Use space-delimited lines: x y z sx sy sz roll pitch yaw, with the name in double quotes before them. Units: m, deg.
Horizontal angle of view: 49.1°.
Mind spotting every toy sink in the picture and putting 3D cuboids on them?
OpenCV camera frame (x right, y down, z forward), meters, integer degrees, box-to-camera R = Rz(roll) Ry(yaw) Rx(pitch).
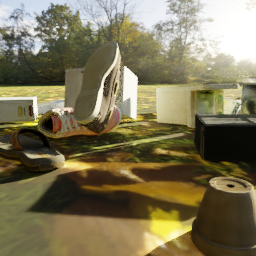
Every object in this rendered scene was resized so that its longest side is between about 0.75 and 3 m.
"toy sink" 2.637 -0.864 10.849 1.800 1.547 2.762 -7 8 -32

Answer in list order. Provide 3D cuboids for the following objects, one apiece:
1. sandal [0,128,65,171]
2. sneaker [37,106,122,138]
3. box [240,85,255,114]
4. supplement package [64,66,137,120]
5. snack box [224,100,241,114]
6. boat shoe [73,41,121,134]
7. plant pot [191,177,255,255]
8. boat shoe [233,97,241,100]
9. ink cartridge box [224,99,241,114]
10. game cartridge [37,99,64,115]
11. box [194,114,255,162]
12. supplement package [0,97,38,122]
"sandal" -2.329 0.378 6.503 1.052 0.703 2.575 -9 15 -38
"sneaker" -1.568 -0.183 8.697 2.601 0.979 1.360 -5 5 13
"box" 5.115 -0.798 10.384 0.967 1.556 1.569 -10 14 -42
"supplement package" -1.026 -1.312 11.147 2.405 1.825 1.811 1 -4 17
"snack box" 4.115 -0.794 12.185 0.278 0.872 1.500 26 1 -23
"boat shoe" -0.698 -1.176 7.721 0.993 2.765 0.823 -6 -33 30
"plant pot" 1.179 0.997 3.267 0.835 0.725 0.835 1 12 0
"boat shoe" 6.373 -1.292 15.170 0.757 0.841 2.331 -13 12 -8
"ink cartridge box" 4.436 -1.000 13.565 1.808 0.759 1.309 10 14 41
"game cartridge" -4.084 -1.099 14.404 2.168 0.450 1.443 -18 15 -36
"box" 2.919 0.195 6.918 2.333 0.920 1.646 1 14 7
"supplement package" -4.891 -0.826 12.125 1.735 0.962 1.351 -3 11 -13
